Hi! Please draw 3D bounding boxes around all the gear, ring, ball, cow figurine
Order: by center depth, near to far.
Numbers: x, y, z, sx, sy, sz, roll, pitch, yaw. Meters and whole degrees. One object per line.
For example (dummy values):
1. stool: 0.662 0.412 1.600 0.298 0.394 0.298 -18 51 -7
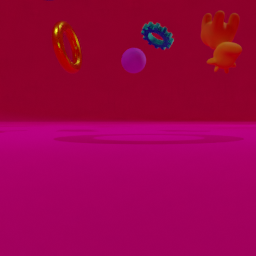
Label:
1. cow figurine: 1.867 -1.757 5.761 0.653 1.170 1.189 3 16 -14
2. ball: 0.197 -2.312 9.619 0.842 0.842 0.842 0 1 0
3. gear: 1.121 -3.520 10.770 1.266 0.234 1.266 27 -13 7
4. ring: -2.425 -3.244 11.320 0.419 2.094 2.094 -9 -1 15
